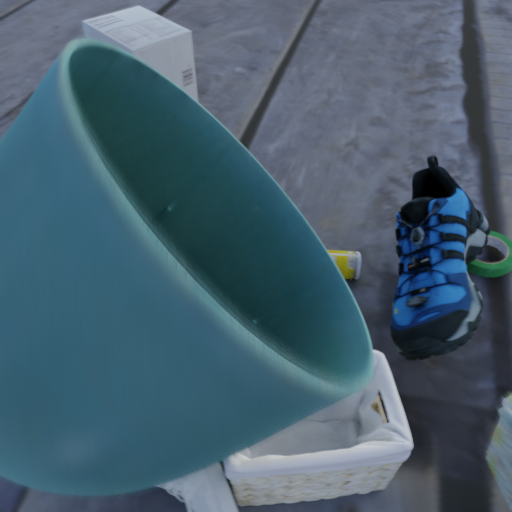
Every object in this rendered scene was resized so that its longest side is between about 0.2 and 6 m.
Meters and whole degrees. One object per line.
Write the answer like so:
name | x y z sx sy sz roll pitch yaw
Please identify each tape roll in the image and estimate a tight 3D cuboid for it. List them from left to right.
tape roll | 3.562 -0.037 8.660 0.844 0.203 0.844 -4 45 4

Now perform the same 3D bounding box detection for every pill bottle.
pill bottle | 1.172 0.127 8.388 0.741 0.416 0.416 4 44 4

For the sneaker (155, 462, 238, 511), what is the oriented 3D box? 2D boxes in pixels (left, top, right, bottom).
sneaker | -0.937 2.367 5.906 1.126 0.718 1.949 -21 38 -18

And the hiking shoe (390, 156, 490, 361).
hiking shoe | 2.257 -0.002 7.583 1.225 1.428 3.294 -24 21 36

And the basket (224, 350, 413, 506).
basket | 0.552 1.881 6.034 1.847 1.139 1.252 -5 44 -4

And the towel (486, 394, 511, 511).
towel | 2.749 2.317 5.093 0.439 1.562 1.825 -19 50 1

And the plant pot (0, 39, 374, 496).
plant pot | -1.097 0.412 4.835 2.693 3.356 3.356 -40 43 17

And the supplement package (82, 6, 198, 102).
supplement package | -2.336 -3.844 11.516 1.395 1.813 1.896 -31 52 -28
